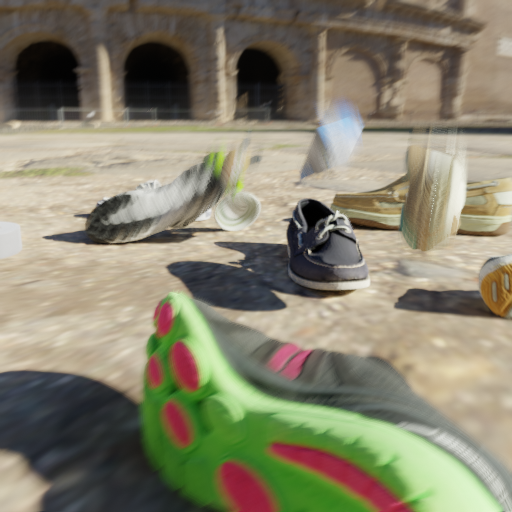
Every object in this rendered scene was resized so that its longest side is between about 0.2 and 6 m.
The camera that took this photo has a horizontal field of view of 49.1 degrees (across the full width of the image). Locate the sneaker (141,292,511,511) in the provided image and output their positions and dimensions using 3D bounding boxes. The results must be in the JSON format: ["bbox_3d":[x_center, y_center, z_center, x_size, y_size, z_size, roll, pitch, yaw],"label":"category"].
[{"bbox_3d":[0.198,1.021,3.463,1.211,1.109,2.890,6,13,-42],"label":"sneaker"}]

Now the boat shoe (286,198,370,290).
[{"bbox_3d":[0.916,-0.226,7.945,1.005,0.867,2.766,-1,15,-5],"label":"boat shoe"}]

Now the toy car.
[{"bbox_3d":[-0.351,-1.746,10.477,0.959,0.788,0.757,-39,20,-16],"label":"toy car"}]

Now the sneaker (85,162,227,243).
[{"bbox_3d":[-1.669,-0.782,9.839,2.578,0.857,1.166,-23,-11,-1],"label":"sneaker"}]

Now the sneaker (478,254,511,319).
[{"bbox_3d":[3.696,0.226,6.320,2.281,0.863,1.000,4,15,11],"label":"sneaker"}]

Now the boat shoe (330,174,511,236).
[{"bbox_3d":[3.073,-1.166,10.648,3.321,1.265,1.190,4,16,15],"label":"boat shoe"}]

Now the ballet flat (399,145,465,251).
[{"bbox_3d":[2.041,-0.768,6.340,0.641,0.692,1.963,-25,29,32],"label":"ballet flat"}]

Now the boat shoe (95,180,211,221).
[{"bbox_3d":[-2.137,-1.159,11.526,2.415,0.794,0.869,3,15,11],"label":"boat shoe"}]

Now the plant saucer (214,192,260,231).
[{"bbox_3d":[-0.366,-0.844,10.236,0.868,0.868,0.218,-6,42,-20],"label":"plant saucer"}]

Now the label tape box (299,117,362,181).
[{"bbox_3d":[1.139,-1.586,8.717,0.733,1.022,0.338,-27,60,-36],"label":"label tape box"}]

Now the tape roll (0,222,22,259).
[{"bbox_3d":[-4.383,-0.236,8.887,1.213,0.401,1.213,1,15,0],"label":"tape roll"}]
